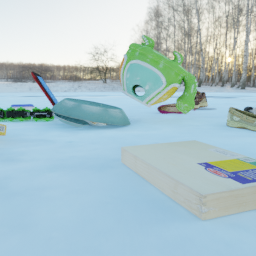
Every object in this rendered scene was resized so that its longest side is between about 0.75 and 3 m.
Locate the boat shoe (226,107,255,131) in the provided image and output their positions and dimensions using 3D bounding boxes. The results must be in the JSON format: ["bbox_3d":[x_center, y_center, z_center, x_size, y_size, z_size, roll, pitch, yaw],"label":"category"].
[{"bbox_3d":[3.625,-0.247,7.912,0.677,0.584,1.856,-5,10,-30],"label":"boat shoe"}]

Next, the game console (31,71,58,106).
[{"bbox_3d":[-2.596,-1.474,11.969,2.569,1.769,2.981,-3,9,-12],"label":"game console"}]

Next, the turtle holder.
[{"bbox_3d":[0.969,-1.680,9.674,2.743,1.948,2.084,27,6,-22],"label":"turtle holder"}]

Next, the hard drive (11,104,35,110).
[{"bbox_3d":[-5.407,-1.063,14.357,1.110,0.213,1.682,-4,10,-21],"label":"hard drive"}]

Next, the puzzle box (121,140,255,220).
[{"bbox_3d":[0.940,0.544,3.823,1.457,0.278,2.189,-3,9,-21],"label":"puzzle box"}]

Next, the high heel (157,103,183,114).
[{"bbox_3d":[2.028,-0.851,12.026,1.512,0.510,0.727,-12,-8,27],"label":"high heel"}]

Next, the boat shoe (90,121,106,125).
[{"bbox_3d":[-1.144,-0.430,9.264,0.502,0.534,1.450,2,8,-29],"label":"boat shoe"}]

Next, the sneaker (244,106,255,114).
[{"bbox_3d":[5.063,-0.719,11.767,1.119,0.372,0.506,-3,6,-41],"label":"sneaker"}]

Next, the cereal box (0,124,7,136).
[{"bbox_3d":[-3.571,-0.001,6.092,1.440,0.285,1.036,-3,-11,23],"label":"cereal box"}]

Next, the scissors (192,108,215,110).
[{"bbox_3d":[3.129,-0.900,13.683,2.364,0.165,0.865,4,7,15],"label":"scissors"}]

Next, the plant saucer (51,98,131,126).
[{"bbox_3d":[-1.119,-0.570,8.891,2.542,0.457,2.542,11,7,-1],"label":"plant saucer"}]

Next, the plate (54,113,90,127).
[{"bbox_3d":[-1.712,-0.220,8.452,1.116,0.143,1.116,19,8,-3],"label":"plate"}]

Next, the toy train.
[{"bbox_3d":[-3.785,-0.472,9.792,2.467,0.515,0.696,0,-1,-2],"label":"toy train"}]

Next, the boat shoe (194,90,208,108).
[{"bbox_3d":[3.539,-1.586,15.159,0.998,0.996,2.767,8,12,41],"label":"boat shoe"}]
